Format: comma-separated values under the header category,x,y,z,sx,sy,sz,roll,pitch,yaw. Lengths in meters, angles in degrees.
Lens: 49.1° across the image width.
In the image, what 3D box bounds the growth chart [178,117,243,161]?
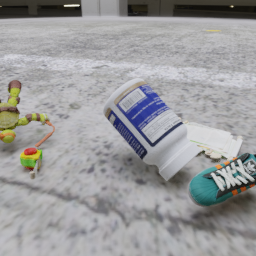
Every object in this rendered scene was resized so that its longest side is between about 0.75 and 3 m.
category,x,y,z,sx,sy,sz,roll,pitch,yaw
growth chart,2.101,0.292,8.174,2.410,0.214,1.744,19,33,33

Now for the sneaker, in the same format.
category,x,y,z,sx,sy,sz,roll,pitch,yaw
sneaker,2.051,0.863,5.303,2.020,0.807,0.721,-15,62,-26

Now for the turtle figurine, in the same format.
category,x,y,z,sx,sy,sz,roll,pitch,yaw
turtle figurine,-3.540,-0.362,7.758,2.688,0.866,2.168,-14,60,-12

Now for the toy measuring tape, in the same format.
category,x,y,z,sx,sy,sz,roll,pitch,yaw
toy measuring tape,-2.356,0.834,6.647,0.534,0.534,1.452,-4,18,-8

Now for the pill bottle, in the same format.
category,x,y,z,sx,sy,sz,roll,pitch,yaw
pill bottle,0.557,0.039,6.542,1.293,1.293,2.234,-28,73,-43
